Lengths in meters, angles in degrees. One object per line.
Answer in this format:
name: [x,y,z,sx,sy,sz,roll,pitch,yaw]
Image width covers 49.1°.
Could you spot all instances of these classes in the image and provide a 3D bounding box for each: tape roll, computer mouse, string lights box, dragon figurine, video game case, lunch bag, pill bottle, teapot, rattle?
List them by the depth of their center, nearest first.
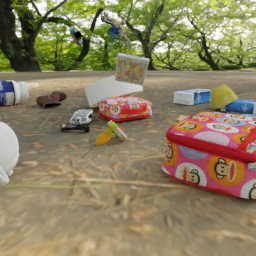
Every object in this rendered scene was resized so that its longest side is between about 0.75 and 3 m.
teapot: [-2.901,0.644,6.035,1.447,1.071,1.466,-23,22,28]
lunch bag: [2.467,0.502,6.389,2.633,1.225,2.989,15,21,31]
rattle: [-0.472,0.291,8.997,0.802,0.880,1.232,29,-2,1]
video game case: [0.117,-2.107,10.194,1.115,1.226,0.140,11,53,-1]
computer mouse: [-1.777,-0.255,10.660,1.103,0.441,2.011,-3,20,9]
lunch bag: [-0.056,-0.833,11.923,2.081,0.853,1.833,-8,17,-29]
dragon figurine: [-0.482,-4.318,12.472,0.983,1.978,0.582,12,63,36]
string lights box: [5.471,-1.059,13.450,1.765,0.520,0.907,9,17,32]
tape roll: [-0.693,-1.868,13.861,2.791,0.976,2.791,-17,0,0]
pill bottle: [-6.618,-1.867,14.960,2.288,1.324,1.324,-10,18,-34]
string lights box: [3.738,-1.780,15.936,2.204,0.650,1.132,-12,19,-40]

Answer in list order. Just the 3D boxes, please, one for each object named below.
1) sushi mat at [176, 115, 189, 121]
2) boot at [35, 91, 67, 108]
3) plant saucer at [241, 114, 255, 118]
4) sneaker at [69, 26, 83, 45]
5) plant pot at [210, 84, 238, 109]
sushi mat: [2.933,-0.326,11.471,1.803,0.109,0.862,6,16,22]
boot: [-3.903,-1.438,15.043,1.913,0.692,1.591,-11,28,-36]
plant saucer: [4.935,-0.343,11.228,1.461,0.281,1.461,0,14,0]
sneaker: [-2.580,-4.650,14.472,0.533,0.476,1.335,36,-7,20]
plant pot: [4.585,-1.602,13.778,1.293,0.918,1.293,-26,2,1]
